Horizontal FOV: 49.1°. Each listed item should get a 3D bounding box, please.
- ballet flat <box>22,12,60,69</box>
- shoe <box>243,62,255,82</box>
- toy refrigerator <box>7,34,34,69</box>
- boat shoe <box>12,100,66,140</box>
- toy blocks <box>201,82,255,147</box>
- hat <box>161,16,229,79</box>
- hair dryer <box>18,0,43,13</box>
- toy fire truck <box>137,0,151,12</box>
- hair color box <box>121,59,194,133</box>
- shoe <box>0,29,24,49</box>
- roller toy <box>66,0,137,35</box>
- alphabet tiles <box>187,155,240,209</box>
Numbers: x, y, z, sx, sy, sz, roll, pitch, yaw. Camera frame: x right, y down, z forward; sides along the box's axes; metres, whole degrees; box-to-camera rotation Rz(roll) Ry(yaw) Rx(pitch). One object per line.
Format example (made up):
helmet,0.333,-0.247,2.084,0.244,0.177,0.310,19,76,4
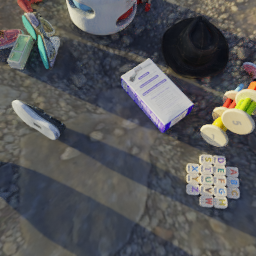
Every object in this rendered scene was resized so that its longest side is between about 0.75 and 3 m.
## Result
ballet flat,-3.057,-3.340,10.394,0.954,0.954,2.654,-26,70,-11
shoe,4.516,-1.944,10.038,1.002,0.358,0.456,35,66,10
toy refrigerator,-3.975,-2.846,10.388,0.484,0.446,1.276,10,67,4
boat shoe,-2.933,-0.341,9.232,2.005,0.688,0.568,34,51,12
toy blocks,3.468,-0.754,8.533,0.897,2.060,2.471,40,63,1
hat,2.529,-3.242,10.197,2.836,1.144,2.836,0,66,1
hair dryer,-3.960,-5.205,11.467,1.074,0.383,1.411,3,67,0
toy fire truck,0.666,-5.321,11.591,0.703,0.243,0.996,16,66,6
hair color box,0.938,-1.120,9.477,1.255,0.744,2.297,-35,73,-13
shoe,-4.815,-3.424,10.452,1.739,0.791,0.621,-25,69,-10
roller toy,-0.969,-5.125,10.510,2.943,2.057,2.685,-9,67,-4
alphabet tiles,2.610,1.614,8.604,1.592,0.119,1.627,6,66,2
